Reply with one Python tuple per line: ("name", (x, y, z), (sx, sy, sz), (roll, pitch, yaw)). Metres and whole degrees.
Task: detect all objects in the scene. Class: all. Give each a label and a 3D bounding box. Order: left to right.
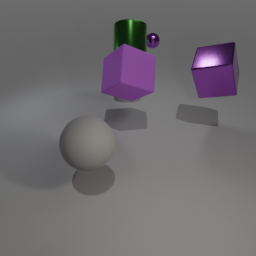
("ball", (-1.028, 0.391, 7.109), (1.400, 1.400, 1.400), (0, 32, 0))
("cube", (0.005, -1.916, 10.045), (1.400, 1.400, 1.400), (12, -15, -32))
("cylinder", (0.092, -3.624, 11.736), (1.400, 1.400, 1.400), (0, 0, 0))
("ball", (1.153, -4.117, 13.211), (0.700, 0.700, 0.700), (0, 32, 0))
("cube", (3.263, -2.111, 10.363), (1.400, 1.400, 1.400), (-1, 47, 28))
